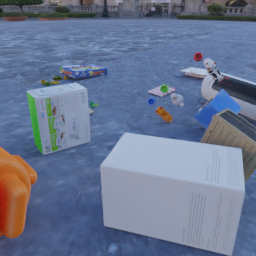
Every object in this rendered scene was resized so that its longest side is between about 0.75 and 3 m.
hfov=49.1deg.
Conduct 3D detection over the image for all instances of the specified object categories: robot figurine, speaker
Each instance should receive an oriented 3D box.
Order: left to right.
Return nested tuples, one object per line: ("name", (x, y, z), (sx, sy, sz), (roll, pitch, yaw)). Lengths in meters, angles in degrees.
("robot figurine", (-2.855, 0.927, 4.914), (2.800, 1.633, 2.014), (23, 57, 38))
("speaker", (3.899, -1.118, 9.730), (1.157, 1.157, 2.850), (-13, 29, -25))

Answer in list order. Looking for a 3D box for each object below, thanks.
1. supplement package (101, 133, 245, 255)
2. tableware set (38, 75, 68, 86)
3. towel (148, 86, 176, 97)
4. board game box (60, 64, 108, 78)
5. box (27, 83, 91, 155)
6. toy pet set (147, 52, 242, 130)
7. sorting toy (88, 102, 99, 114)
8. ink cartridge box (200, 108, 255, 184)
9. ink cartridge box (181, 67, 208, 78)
("supplement package", (0.784, 1.049, 4.992), (2.213, 1.342, 1.326), (8, 27, 16))
("tableware set", (-3.478, -2.284, 13.208), (0.931, 0.212, 1.382), (24, 34, 39))
("towel", (1.442, -1.543, 11.775), (0.748, 0.153, 1.023), (23, 36, 39))
("board game box", (-2.219, -2.892, 14.093), (1.993, 0.343, 1.349), (-16, 30, -41))
("box", (-1.788, -0.273, 7.450), (1.397, 1.584, 0.766), (-17, 30, -30))
("toy pet set", (2.026, -0.822, 8.298), (2.136, 2.287, 1.215), (45, 11, 0))
("sorting toy", (-1.630, -0.725, 9.697), (0.924, 0.184, 1.251), (32, 41, 26))
("ink cartridge box", (2.011, 0.478, 5.550), (0.512, 1.364, 1.123), (-24, 55, -36))
("ink cartridge box", (3.454, -2.705, 13.956), (1.372, 0.307, 1.209), (22, 32, 38))
